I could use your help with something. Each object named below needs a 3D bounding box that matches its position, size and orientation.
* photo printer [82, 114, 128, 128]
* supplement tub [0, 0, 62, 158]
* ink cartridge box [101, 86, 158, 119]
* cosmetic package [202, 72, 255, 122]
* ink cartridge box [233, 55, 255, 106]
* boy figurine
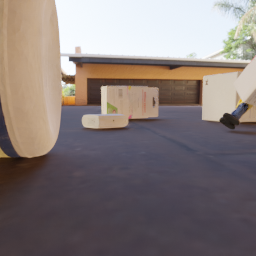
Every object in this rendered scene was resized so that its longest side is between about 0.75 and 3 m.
[{"bbox_3d":[-0.554,-0.184,7.211,1.001,0.347,0.832,-4,5,-40],"label":"photo printer"},{"bbox_3d":[-2.348,-0.715,3.138,2.984,2.163,2.163,-1,5,-8],"label":"supplement tub"},{"bbox_3d":[0.088,-1.013,11.077,2.185,1.280,0.735,-2,6,-22],"label":"ink cartridge box"},{"bbox_3d":[3.787,-1.026,9.575,1.906,1.585,1.595,-2,5,-25],"label":"cosmetic package"},{"bbox_3d":[3.103,-0.895,5.456,1.571,1.159,0.672,15,40,-15],"label":"ink cartridge box"},{"bbox_3d":[2.753,-0.650,6.545,0.462,1.433,0.891,36,-14,13],"label":"boy figurine"}]
